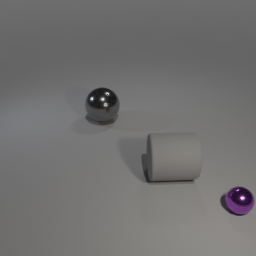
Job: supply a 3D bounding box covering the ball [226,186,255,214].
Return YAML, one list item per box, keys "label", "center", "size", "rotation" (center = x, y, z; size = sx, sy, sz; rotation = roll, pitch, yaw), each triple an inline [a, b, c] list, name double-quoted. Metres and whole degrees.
- label: "ball"
  center: [2.890, 1.861, 7.234]
  size: [0.700, 0.700, 0.700]
  rotation: [0, 30, 0]

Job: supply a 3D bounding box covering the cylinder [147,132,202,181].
- label: "cylinder"
  center: [1.310, 0.838, 8.274]
  size: [1.400, 1.400, 1.400]
  rotation: [-1, 30, -2]

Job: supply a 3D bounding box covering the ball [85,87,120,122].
- label: "ball"
  center: [-1.029, -0.934, 11.308]
  size: [1.400, 1.400, 1.400]
  rotation: [0, 30, 0]
